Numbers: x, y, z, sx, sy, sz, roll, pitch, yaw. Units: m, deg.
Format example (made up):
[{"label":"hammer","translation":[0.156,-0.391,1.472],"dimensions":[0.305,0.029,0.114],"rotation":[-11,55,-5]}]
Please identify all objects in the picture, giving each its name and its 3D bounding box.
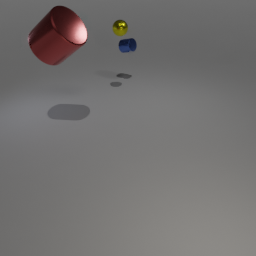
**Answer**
[{"label":"ball","translation":[-0.345,-4.427,12.405],"dimensions":[0.700,0.700,0.700],"rotation":[0,30,0]},{"label":"cylinder","translation":[-0.018,-4.337,14.748],"dimensions":[0.700,0.700,0.700],"rotation":[7,28,39]},{"label":"cylinder","translation":[-2.291,-2.978,9.154],"dimensions":[1.400,1.400,1.400],"rotation":[-24,13,38]}]
